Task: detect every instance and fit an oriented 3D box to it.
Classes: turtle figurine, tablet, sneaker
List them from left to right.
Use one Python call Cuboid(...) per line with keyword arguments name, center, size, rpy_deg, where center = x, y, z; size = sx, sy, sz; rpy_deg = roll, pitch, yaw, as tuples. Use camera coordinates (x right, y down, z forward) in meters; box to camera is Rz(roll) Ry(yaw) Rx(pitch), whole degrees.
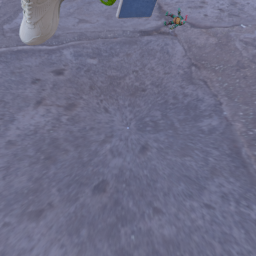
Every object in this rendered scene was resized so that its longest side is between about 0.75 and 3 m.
Cuboid(name="sneaker", center=(-2.310, -3.226, 6.981), size=(1.068, 2.741, 1.362), rpy_deg=(52, 36, 13))
Cuboid(name="tablet", center=(0.363, -3.104, 5.985), size=(1.049, 1.612, 0.110), rpy_deg=(-17, 58, -33))
Cuboid(name="turtle figurine", center=(1.535, -3.441, 8.952), size=(0.453, 0.673, 0.899), rpy_deg=(12, 17, -39))

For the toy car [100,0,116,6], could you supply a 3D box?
Cuboid(name="toy car", center=(-0.960, -5.116, 8.459), size=(2.259, 1.782, 1.856), rpy_deg=(28, 74, 25))
